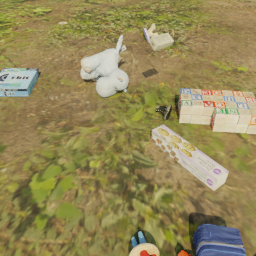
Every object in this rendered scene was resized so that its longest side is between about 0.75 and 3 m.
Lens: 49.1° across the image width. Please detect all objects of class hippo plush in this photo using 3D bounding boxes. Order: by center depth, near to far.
[{"bbox_3d":[-0.761,-2.407,12.881,2.514,2.003,2.022,-29,75,0],"label":"hippo plush"}]

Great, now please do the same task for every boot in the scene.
[{"bbox_3d":[1.418,-0.632,11.472,0.610,0.292,0.808,5,47,26],"label":"boot"}]

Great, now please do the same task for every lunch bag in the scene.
[{"bbox_3d":[2.230,2.921,6.756,1.192,0.810,0.788,7,41,0],"label":"lunch bag"}]

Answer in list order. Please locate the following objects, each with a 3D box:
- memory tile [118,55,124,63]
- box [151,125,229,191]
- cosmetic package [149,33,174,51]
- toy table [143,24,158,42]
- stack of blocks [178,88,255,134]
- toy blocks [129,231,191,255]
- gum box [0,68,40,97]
[{"bbox_3d":[-0.771,-3.919,15.733,0.889,0.097,1.160,-14,42,-16],"label":"memory tile"},{"bbox_3d":[1.960,0.893,9.445,0.612,0.571,2.953,-25,46,-28],"label":"box"},{"bbox_3d":[1.213,-3.138,10.185,0.838,0.298,0.441,-23,75,-31],"label":"cosmetic package"},{"bbox_3d":[1.437,-5.894,17.509,0.703,1.104,1.201,-19,58,2],"label":"toy table"},{"bbox_3d":[3.554,-0.709,11.173,2.965,0.869,1.707,4,39,5],"label":"stack of blocks"},{"bbox_3d":[0.953,3.241,6.411,1.768,0.770,2.122,4,21,-13],"label":"toy blocks"},{"bbox_3d":[-5.354,-2.215,13.357,1.741,0.456,2.049,0,39,0],"label":"gum box"}]
